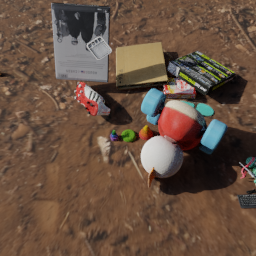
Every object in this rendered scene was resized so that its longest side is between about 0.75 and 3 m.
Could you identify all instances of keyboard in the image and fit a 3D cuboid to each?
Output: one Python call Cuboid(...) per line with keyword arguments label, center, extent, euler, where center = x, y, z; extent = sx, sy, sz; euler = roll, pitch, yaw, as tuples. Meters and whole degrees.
Cuboid(label="keyboard", center=(4.179, 2.308, 9.257), extent=(1.083, 0.139, 0.651), euler=(-1, 53, -2))

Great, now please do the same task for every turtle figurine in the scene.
Cuboid(label="turtle figurine", center=(4.751, 1.484, 9.276), extent=(2.249, 1.132, 1.684), euler=(37, 74, 7))

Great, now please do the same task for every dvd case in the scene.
Cuboid(label="dvd case", center=(-1.849, -3.329, 11.189), extent=(2.222, 2.956, 0.366), euler=(5, 30, 1))

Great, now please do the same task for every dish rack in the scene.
Cuboid(label="dish rack", center=(-1.035, -2.860, 10.154), extent=(0.671, 0.170, 0.782), euler=(-35, 80, -10))

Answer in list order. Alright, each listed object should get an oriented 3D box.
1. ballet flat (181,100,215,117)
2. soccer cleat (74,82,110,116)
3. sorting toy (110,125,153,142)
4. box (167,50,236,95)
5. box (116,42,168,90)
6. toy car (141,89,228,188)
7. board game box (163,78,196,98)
Cuboid(label="ballet flat", center=(2.426, -0.665, 9.872), extent=(1.377, 0.463, 0.469), euler=(23, 84, 30))
Cuboid(label="soccer cleat", center=(-1.508, -1.194, 11.596), extent=(0.966, 0.778, 2.268), euler=(6, 30, -36))
Cuboid(label="sorting toy", center=(0.148, 0.146, 10.631), extent=(1.656, 0.570, 0.574), euler=(-5, 53, -5))
Cuboid(label="box", center=(3.251, -2.513, 12.433), extent=(2.150, 0.529, 2.227), euler=(-27, 56, -37))
Cuboid(label="box", center=(0.577, -2.913, 12.922), extent=(2.265, 0.295, 2.771), euler=(-6, 51, 5))
Cuboid(label="toy car", center=(1.365, 0.688, 9.557), extent=(2.708, 2.598, 2.938), euler=(30, 86, 16))
Cuboid(label="board game box", center=(2.223, -1.745, 12.217), extent=(1.313, 0.304, 0.995), euler=(0, 51, 0))
